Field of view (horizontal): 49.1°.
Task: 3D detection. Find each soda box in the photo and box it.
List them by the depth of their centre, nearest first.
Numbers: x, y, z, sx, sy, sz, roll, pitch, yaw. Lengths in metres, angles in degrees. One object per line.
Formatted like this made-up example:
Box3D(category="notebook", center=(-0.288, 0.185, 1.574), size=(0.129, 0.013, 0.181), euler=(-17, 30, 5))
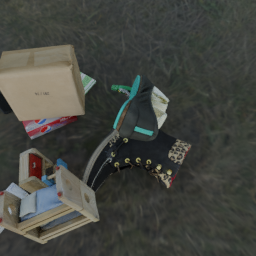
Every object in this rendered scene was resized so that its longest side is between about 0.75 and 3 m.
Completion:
Box3D(category="soda box", center=(-2.888, 1.966, 6.338), size=(0.454, 0.486, 1.427), euler=(35, 66, 6))
Box3D(category="soda box", center=(-2.107, -0.229, 7.621), size=(1.368, 0.434, 0.479), euler=(-25, 64, -13))

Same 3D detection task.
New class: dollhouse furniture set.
Box3D(category="dollhouse furniture set", center=(-1.649, 1.066, 5.826), size=(1.358, 1.350, 1.926), euler=(-25, 49, 8))

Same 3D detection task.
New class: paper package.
Box3D(category="paper package", center=(-2.033, -1.048, 6.861), size=(1.764, 1.682, 0.913), euler=(-6, 52, 1))

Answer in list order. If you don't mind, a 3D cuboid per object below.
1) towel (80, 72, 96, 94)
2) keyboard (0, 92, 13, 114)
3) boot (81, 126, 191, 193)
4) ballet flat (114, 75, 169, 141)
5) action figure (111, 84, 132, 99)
Box3D(category="towel", center=(-1.567, -1.394, 8.391), size=(0.999, 0.117, 0.762), euler=(31, 68, 9))
Box3D(category="keyboard", center=(-3.137, -1.136, 8.272), size=(1.636, 0.324, 0.851), euler=(-38, 85, -17))
Box3D(category="boot", center=(0.217, 0.853, 6.735), size=(1.880, 0.914, 2.497), euler=(28, 62, 14))
Box3D(category="ballet flat", center=(0.373, -0.421, 6.229), size=(0.951, 0.945, 2.780), euler=(21, 28, -1))
Box3D(category="action figure", center=(0.098, -0.966, 7.804), size=(1.171, 0.692, 0.320), euler=(18, 93, -11))
